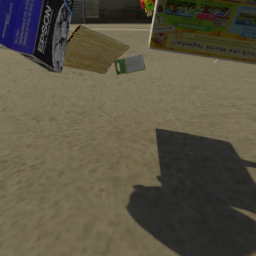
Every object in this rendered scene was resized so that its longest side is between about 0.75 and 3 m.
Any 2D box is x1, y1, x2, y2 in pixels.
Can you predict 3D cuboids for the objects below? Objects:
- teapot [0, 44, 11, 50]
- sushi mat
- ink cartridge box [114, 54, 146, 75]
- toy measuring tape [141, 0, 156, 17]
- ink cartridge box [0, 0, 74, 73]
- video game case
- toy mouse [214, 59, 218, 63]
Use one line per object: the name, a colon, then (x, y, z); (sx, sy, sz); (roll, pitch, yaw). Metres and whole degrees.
teapot: (-2.973, -2.563, 6.759); (1.761, 1.784, 1.303); (-26, -6, -32)
sushi mat: (-0.968, -2.122, 8.016); (0.167, 1.322, 2.764); (52, 23, 13)
ink cartridge box: (0.054, -1.787, 7.944); (0.825, 0.429, 0.245); (-11, 6, 11)
toy measuring tape: (0.633, -3.863, 8.767); (0.475, 0.475, 1.290); (2, 9, 4)
ink cartridge box: (-1.289, -1.892, 4.273); (0.388, 1.772, 1.789); (10, 1, 5)
video game case: (1.779, -1.977, 4.288); (2.654, 2.415, 0.304); (8, 60, 0)
toy mouse: (2.634, -1.986, 7.079); (1.056, 0.230, 1.189); (-24, 34, 18)
